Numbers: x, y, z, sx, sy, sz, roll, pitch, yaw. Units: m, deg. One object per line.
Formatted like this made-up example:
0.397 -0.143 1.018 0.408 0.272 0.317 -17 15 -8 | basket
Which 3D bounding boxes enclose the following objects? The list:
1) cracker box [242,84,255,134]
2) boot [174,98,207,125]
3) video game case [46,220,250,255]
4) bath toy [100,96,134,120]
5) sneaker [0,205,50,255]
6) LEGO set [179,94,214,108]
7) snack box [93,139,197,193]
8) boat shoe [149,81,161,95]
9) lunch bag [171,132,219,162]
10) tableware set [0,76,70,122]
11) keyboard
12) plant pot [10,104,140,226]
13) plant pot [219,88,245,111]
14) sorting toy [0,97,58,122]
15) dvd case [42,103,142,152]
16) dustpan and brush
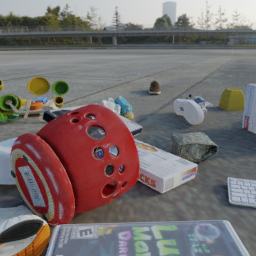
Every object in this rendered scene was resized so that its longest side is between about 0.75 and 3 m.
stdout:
4.180 -0.405 7.845 0.606 1.408 2.101 -5 19 -16 | cracker box
2.394 -0.694 9.747 0.967 0.779 2.141 -9 18 -9 | boot
0.268 1.840 2.694 2.460 0.316 2.706 0 18 -3 | video game case
-0.872 -0.166 8.115 2.313 0.855 1.006 -22 65 -41 | bath toy
-2.059 1.457 3.461 1.974 0.747 0.908 -3 9 -34 | sneaker
2.814 -1.078 11.989 1.047 0.344 1.401 -7 31 -22 | LEGO set
0.096 0.625 6.390 1.029 0.348 2.863 -14 23 -38 | snack box
1.368 -2.147 14.547 0.609 0.610 1.650 0 18 0 | boat shoe
1.570 0.441 6.633 0.960 0.564 0.787 -6 18 -3 | lunch bag
-3.322 -1.133 9.460 2.509 1.690 0.385 9 -25 -8 | tableware set
3.203 1.253 4.790 2.829 0.151 0.796 5 19 15 | keyboard
-0.868 0.590 4.467 1.659 1.659 1.511 15 29 39 | plant pot
4.194 -1.177 11.262 0.770 0.793 0.775 -3 17 -8 | plant pot
-3.827 -0.766 10.577 2.122 0.423 2.871 -1 17 -3 | sorting toy
-0.725 -0.106 6.490 1.494 0.246 1.987 28 21 22 | dvd case
-2.425 0.772 5.606 2.780 0.796 1.940 -6 16 -40 | dustpan and brush
